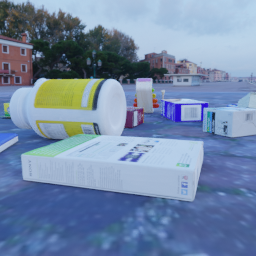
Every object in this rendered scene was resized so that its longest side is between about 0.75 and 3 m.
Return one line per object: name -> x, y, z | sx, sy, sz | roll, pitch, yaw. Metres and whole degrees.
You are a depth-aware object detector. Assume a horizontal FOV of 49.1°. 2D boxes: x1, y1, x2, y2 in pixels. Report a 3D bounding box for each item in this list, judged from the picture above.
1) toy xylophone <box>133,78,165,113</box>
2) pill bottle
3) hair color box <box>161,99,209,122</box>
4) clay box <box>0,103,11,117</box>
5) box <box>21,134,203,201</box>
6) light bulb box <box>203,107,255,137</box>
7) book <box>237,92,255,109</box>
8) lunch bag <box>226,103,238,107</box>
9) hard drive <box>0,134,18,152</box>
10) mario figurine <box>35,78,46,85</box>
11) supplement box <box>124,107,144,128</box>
toy xylophone -> 0.960, -1.358, 12.806 | 1.430, 1.953, 0.491 | 8, 46, 4
pill bottle -> -1.491, -0.458, 6.945 | 2.663, 1.491, 1.491 | 3, 10, 19
hair color box -> 2.170, -0.748, 11.177 | 1.290, 0.765, 2.360 | -2, 7, -6
clay box -> -4.035, -0.849, 12.097 | 1.539, 0.638, 2.679 | 2, 8, 19
box -> -0.108, 0.490, 4.420 | 2.438, 0.443, 1.760 | 4, 10, 18
light bulb box -> 2.884, -0.198, 7.810 | 1.119, 0.705, 1.129 | -5, 10, -27
book -> 4.907, -0.486, 8.493 | 2.769, 0.665, 1.850 | 11, 1, 11
lunch bag -> 4.946, -0.741, 11.733 | 1.227, 0.578, 1.531 | -5, 9, -18
hard drive -> -3.119, 0.367, 5.796 | 1.127, 0.217, 1.708 | -1, 9, -4
mario figurine -> -2.128, -0.857, 9.174 | 2.529, 1.561, 1.341 | -8, 1, 2
supplement box -> 0.026, -0.377, 9.385 | 0.723, 0.561, 1.309 | 3, 10, 19
